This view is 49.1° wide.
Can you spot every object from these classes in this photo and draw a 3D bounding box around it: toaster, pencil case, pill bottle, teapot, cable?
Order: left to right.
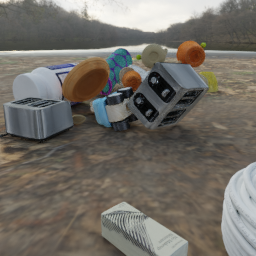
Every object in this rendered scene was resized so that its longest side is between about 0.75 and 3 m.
[{"bbox_3d":[-2.467,-0.262,7.547,1.381,0.906,1.527,9,21,27],"label":"toaster"},{"bbox_3d":[-2.573,-1.446,9.987,1.552,1.552,2.683,11,21,29],"label":"pill bottle"},{"bbox_3d":[-0.724,-2.658,12.989,1.150,1.249,2.703,33,45,-2],"label":"pencil case"},{"bbox_3d":[0.350,-2.160,13.003,1.457,1.064,1.439,7,40,-42],"label":"teapot"},{"bbox_3d":[1.145,-0.915,7.843,1.830,1.655,1.086,-11,58,-47],"label":"toaster"},{"bbox_3d":[2.497,1.219,3.183,2.702,0.935,2.701,-8,19,-23],"label":"cable"}]

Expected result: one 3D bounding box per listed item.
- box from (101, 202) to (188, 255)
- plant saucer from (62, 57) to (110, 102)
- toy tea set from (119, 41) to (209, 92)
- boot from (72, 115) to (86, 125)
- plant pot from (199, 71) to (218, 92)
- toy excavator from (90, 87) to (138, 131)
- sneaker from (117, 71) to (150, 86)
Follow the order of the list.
[{"bbox_3d":[0.169,1.387,3.518,0.459,0.382,1.116,-18,26,-42],"label":"box"},{"bbox_3d":[-1.309,-1.504,9.265,1.810,1.810,0.339,-18,59,-42],"label":"plant saucer"},{"bbox_3d":[1.181,-1.929,9.080,2.929,1.741,1.084,0,21,-5],"label":"toy tea set"},{"bbox_3d":[-1.768,-0.333,8.670,0.855,0.309,0.711,-8,22,-13],"label":"boot"},{"bbox_3d":[3.760,-2.252,13.464,1.202,0.853,1.202,1,19,0],"label":"plant pot"},{"bbox_3d":[-0.677,-0.637,8.746,2.040,1.019,1.983,-4,18,28],"label":"toy excavator"},{"bbox_3d":[0.371,-2.531,14.682,2.261,0.877,1.031,1,3,-9],"label":"sneaker"}]
